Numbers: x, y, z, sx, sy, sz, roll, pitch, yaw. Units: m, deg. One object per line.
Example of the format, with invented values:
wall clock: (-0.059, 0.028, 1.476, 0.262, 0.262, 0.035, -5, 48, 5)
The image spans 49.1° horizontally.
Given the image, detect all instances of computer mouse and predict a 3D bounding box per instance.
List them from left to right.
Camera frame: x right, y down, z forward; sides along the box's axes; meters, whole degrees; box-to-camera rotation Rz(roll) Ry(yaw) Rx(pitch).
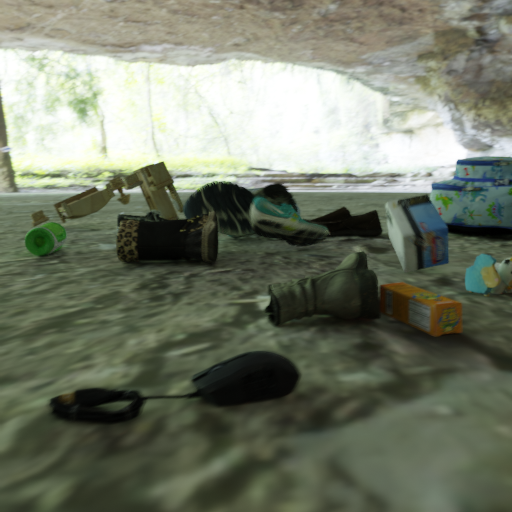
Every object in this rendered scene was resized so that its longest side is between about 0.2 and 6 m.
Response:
computer mouse: (-0.508, 0.861, 3.845, 1.735, 0.295, 0.509, -4, 10, -21)

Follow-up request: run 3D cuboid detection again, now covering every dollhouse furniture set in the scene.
dollhouse furniture set: (-4.250, -1.099, 16.003, 3.685, 1.799, 3.142, -29, 15, -20)

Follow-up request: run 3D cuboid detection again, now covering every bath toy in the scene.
bath toy: (3.536, 0.190, 7.453, 1.575, 0.582, 0.685, -4, 9, -28)

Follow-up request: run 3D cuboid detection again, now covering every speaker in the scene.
speaker: (-4.146, -0.346, 11.108, 0.597, 0.597, 1.350, -1, 8, -7)

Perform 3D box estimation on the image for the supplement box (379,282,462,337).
supplement box: (1.693, 0.542, 5.857, 0.341, 0.353, 1.026, -5, 12, -19)

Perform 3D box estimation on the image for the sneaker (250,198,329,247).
sneaker: (0.719, -0.704, 11.264, 1.842, 0.734, 0.714, 17, -35, -30)

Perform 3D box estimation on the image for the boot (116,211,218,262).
boot: (-1.582, -0.343, 10.389, 1.743, 0.847, 2.315, -1, 13, -5)

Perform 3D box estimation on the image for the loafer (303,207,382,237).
loafer: (2.119, -0.882, 14.134, 2.098, 0.749, 0.766, 0, 8, -1)

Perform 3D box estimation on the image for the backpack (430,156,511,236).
backpack: (5.851, -1.521, 14.259, 2.714, 1.994, 2.483, 2, 5, 37)

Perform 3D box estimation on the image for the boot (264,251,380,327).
boot: (0.702, 0.348, 6.434, 1.213, 0.629, 1.856, -5, 6, 6)

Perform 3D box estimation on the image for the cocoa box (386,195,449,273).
cocoa box: (2.592, -0.379, 9.047, 0.716, 0.728, 1.091, -12, 34, 5)

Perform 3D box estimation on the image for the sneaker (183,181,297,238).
sneaker: (-0.477, -0.847, 12.998, 3.277, 1.272, 1.414, -4, -21, -47)

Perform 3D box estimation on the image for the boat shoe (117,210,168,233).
boat shoe: (-2.739, -0.910, 14.760, 1.825, 0.623, 0.674, -3, 9, -17)

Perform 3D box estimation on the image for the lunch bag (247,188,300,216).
lunch bag: (0.093, -1.311, 15.555, 1.656, 1.241, 1.952, -8, 17, -28)
